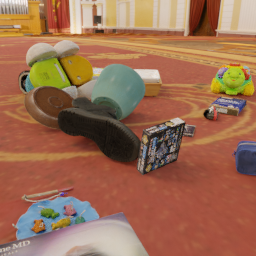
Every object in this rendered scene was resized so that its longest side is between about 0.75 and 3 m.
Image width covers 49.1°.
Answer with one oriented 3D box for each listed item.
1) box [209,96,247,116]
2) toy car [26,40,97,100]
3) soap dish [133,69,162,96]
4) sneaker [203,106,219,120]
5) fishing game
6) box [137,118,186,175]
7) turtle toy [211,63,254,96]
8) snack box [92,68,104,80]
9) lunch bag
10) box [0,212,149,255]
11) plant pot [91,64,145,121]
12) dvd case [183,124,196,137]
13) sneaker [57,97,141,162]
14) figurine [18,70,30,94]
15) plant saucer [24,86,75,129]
[{"bbox_3d":[3.650,-0.848,10.111,0.979,0.262,1.617,13,24,29],"label":"box"},{"bbox_3d":[-2.620,-1.807,10.477,2.022,2.359,2.696,-27,2,40],"label":"toy car"},{"bbox_3d":[0.607,-1.979,12.133,1.595,0.823,2.027,1,22,3],"label":"soap dish"},{"bbox_3d":[2.676,-0.515,9.186,0.435,0.315,0.891,4,24,5],"label":"sneaker"},{"bbox_3d":[-1.119,1.436,4.452,1.322,0.287,1.846,-7,23,-25],"label":"fishing game"},{"bbox_3d":[0.706,0.388,5.974,1.048,1.056,0.262,-17,38,-32],"label":"box"},{"bbox_3d":[4.445,-2.070,11.819,1.754,1.217,2.407,7,23,17],"label":"turtle toy"},{"bbox_3d":[-1.265,-2.357,13.257,1.975,0.668,1.665,9,25,18],"label":"snack box"},{"bbox_3d":[2.692,0.631,5.992,0.875,0.594,0.579,7,22,22],"label":"lunch bag"},{"bbox_3d":[-0.530,1.826,2.417,1.756,1.082,1.741,-9,22,-21],"label":"box"},{"bbox_3d":[-0.400,-0.976,8.746,1.599,1.599,1.283,8,46,20],"label":"plant pot"},{"bbox_3d":[1.618,0.055,8.122,0.601,0.065,0.808,7,23,17],"label":"dvd case"},{"bbox_3d":[-0.618,-0.105,7.319,2.984,0.896,1.557,22,21,28],"label":"sneaker"},{"bbox_3d":[-3.463,-2.211,12.695,2.300,0.990,2.244,0,18,-3],"label":"figurine"},{"bbox_3d":[-2.227,-0.704,8.461,1.708,0.294,1.708,21,42,-20],"label":"plant saucer"}]
